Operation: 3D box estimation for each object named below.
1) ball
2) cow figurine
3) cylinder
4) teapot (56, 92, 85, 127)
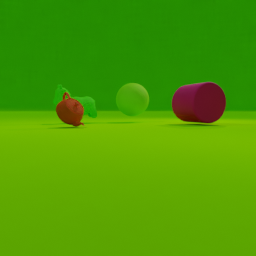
[{"bbox_3d":[0.184,-1.144,11.342,1.338,1.338,1.338,0,4,0],"label":"ball"},{"bbox_3d":[-1.944,-0.956,10.339,1.524,1.499,0.836,-18,16,-23],"label":"cow figurine"},{"bbox_3d":[2.390,-0.848,9.573,1.332,1.332,1.332,-1,4,-21],"label":"cylinder"},{"bbox_3d":[-1.597,-0.478,8.012,0.818,1.316,0.644,2,-37,-49],"label":"teapot"}]
